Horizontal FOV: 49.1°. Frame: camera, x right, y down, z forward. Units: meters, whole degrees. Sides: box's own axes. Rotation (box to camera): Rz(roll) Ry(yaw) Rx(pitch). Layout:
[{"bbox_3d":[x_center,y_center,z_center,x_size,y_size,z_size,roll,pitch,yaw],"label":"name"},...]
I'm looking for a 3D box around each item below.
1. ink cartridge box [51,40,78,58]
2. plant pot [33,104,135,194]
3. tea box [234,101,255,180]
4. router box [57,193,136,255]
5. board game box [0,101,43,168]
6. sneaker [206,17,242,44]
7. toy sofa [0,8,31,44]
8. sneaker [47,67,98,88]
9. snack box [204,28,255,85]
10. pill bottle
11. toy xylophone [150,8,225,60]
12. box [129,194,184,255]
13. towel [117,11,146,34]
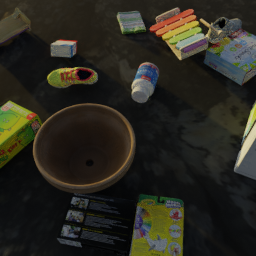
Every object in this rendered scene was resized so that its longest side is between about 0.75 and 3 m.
[{"bbox_3d":[-2.371,-3.014,10.559,0.750,0.434,1.292,5,25,0],"label":"ink cartridge box"},{"bbox_3d":[-1.086,0.678,7.450,2.571,1.186,2.571,0,52,0],"label":"plant pot"},{"bbox_3d":[4.787,0.144,7.370,2.897,1.936,2.850,20,54,15],"label":"tea box"},{"bbox_3d":[-0.701,2.248,6.722,1.644,0.420,1.226,9,53,7],"label":"router box"},{"bbox_3d":[-3.829,0.456,7.819,1.363,0.639,2.684,24,55,29],"label":"board game box"},{"bbox_3d":[4.002,-4.133,11.337,1.909,0.878,0.723,-33,60,-23],"label":"sneaker"},{"bbox_3d":[-4.935,-3.864,11.289,0.817,0.963,1.974,45,61,1],"label":"toy sofa"},{"bbox_3d":[-1.881,-1.776,9.457,1.716,0.775,0.671,-9,91,-7],"label":"sneaker"},{"bbox_3d":[4.153,-2.674,10.325,2.055,0.696,1.733,-35,59,-22],"label":"snack box"},{"bbox_3d":[0.559,-1.502,9.399,0.749,0.749,1.334,12,54,9],"label":"pill bottle"},{"bbox_3d":[2.243,-3.683,10.654,2.123,0.728,2.899,-29,46,-3],"label":"toy xylophone"},{"bbox_3d":[0.676,2.554,6.470,1.165,0.480,1.985,7,55,6],"label":"box"},{"bbox_3d":[0.142,-4.592,12.108,1.058,0.218,1.418,-10,53,-6],"label":"towel"}]
